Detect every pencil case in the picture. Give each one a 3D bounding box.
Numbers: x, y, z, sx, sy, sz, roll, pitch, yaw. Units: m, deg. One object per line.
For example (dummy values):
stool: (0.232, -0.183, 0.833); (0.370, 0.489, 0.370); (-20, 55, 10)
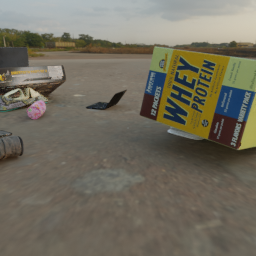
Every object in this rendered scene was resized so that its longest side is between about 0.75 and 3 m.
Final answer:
pencil case: (-3.102, -0.628, 9.541); (0.489, 0.489, 1.118); (-2, 16, -7)

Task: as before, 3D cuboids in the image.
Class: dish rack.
dish rack: (1.849, -0.026, 7.843); (1.087, 0.276, 1.267); (15, 21, 41)

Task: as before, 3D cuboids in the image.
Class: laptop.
laptop: (-0.827, -1.134, 10.859); (1.271, 0.656, 1.126); (7, 18, 22)

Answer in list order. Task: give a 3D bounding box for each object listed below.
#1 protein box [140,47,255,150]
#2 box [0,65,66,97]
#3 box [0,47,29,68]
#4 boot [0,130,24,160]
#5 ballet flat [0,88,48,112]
protein box: (2.036, -0.719, 6.408); (2.393, 1.614, 2.375); (22, 15, 40)
box: (-4.418, -1.850, 11.704); (2.992, 0.723, 2.370); (-12, -2, -34)
box: (-5.644, -2.789, 13.617); (1.376, 2.220, 2.182); (-8, 19, -26)
boot: (-3.443, 0.344, 6.035); (2.246, 0.784, 1.478); (22, 22, 27)
ballet flat: (-4.004, -1.175, 10.847); (0.788, 0.788, 2.190); (11, 20, 32)
